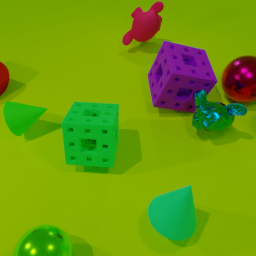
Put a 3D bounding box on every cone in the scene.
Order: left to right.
[{"bbox_3d":[-2.554,-0.373,7.362,0.969,0.965,0.965,-16,47,6],"label":"cone"},{"bbox_3d":[0.998,1.389,5.272,1.020,1.023,1.020,10,40,-8],"label":"cone"}]

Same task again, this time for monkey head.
[{"bbox_3d":[0.515,-3.842,10.142,1.389,1.931,1.164,52,24,8],"label":"monkey head"},{"bbox_3d":[2.150,-0.449,7.171,0.949,1.575,1.133,-13,90,-31],"label":"monkey head"}]

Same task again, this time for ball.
[{"bbox_3d":[-1.497,2.262,4.986,1.040,1.040,1.040,0,47,0],"label":"ball"},{"bbox_3d":[3.451,-1.425,8.209,1.386,1.386,1.386,0,47,0],"label":"ball"}]

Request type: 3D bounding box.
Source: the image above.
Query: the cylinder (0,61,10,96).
[{"bbox_3d":[-4.484,-1.606,8.497,1.200,1.200,1.200,21,51,19],"label":"cylinder"}]

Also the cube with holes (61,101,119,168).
[{"bbox_3d":[-0.841,0.131,6.724,1.124,1.124,1.124,3,30,3],"label":"cube with holes"}]

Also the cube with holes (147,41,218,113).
[{"bbox_3d":[1.447,-1.401,7.862,1.295,1.295,1.295,7,51,-17],"label":"cube with holes"}]
